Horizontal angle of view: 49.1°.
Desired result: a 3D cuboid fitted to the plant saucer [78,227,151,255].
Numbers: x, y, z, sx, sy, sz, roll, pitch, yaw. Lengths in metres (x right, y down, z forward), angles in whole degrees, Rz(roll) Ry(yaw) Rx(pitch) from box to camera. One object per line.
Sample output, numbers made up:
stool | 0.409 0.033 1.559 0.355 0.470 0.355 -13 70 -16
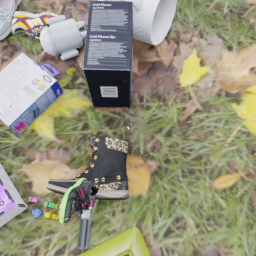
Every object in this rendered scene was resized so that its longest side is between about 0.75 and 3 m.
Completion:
plant saucer | -0.389 4.675 7.703 2.838 0.679 2.834 -25 73 -8

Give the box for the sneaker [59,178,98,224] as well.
sneaker | -1.081 1.618 6.337 0.618 1.476 0.567 21 114 9

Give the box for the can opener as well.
can opener | -1.354 2.901 8.538 0.483 0.382 1.453 -14 66 32

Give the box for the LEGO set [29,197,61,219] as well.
LEGO set | -2.472 2.488 8.516 1.394 0.572 0.532 11 72 4

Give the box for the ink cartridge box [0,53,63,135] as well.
ink cartridge box | -3.511 -1.318 9.604 1.754 0.981 2.571 39 77 12

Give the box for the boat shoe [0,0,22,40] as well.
boat shoe | -4.846 -4.735 10.806 1.085 0.944 2.943 13 72 5

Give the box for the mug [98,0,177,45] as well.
mug | 0.102 -4.288 9.771 2.401 2.739 2.022 25 106 19

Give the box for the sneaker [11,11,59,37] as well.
sneaker | -3.431 -3.863 10.691 1.990 0.746 0.897 4 79 8

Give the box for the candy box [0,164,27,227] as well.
candy box | -5.001 1.920 8.443 2.494 1.064 2.973 -36 75 -11

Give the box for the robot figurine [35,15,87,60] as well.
robot figurine | -2.388 -3.315 10.262 1.860 1.050 1.577 -22 93 -6

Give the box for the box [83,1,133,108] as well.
box | -0.531 -2.240 9.060 1.358 2.608 2.375 1 71 0

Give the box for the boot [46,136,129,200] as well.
boot | -1.144 1.231 8.760 2.511 0.919 1.890 5 72 -2
